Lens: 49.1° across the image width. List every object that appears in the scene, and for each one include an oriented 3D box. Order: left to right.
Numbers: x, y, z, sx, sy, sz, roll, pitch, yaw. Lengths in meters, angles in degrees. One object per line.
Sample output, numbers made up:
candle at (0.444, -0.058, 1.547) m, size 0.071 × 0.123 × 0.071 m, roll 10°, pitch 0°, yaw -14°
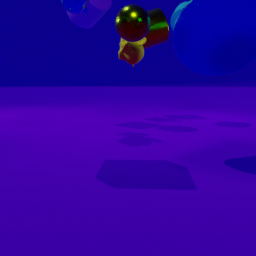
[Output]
cow figurine at (-1.319, -3.309, 7.143) m, size 0.795 × 1.449 × 1.426 m, roll 22°, pitch -34°, yaw -14°
cylinder at (-1.296, -4.073, 9.251) m, size 1.115 × 1.115 × 1.115 m, roll -8°, pitch -12°, yaw -42°
monkey head at (0.140, -2.979, 10.488) m, size 0.928 × 1.107 × 1.539 m, roll 8°, pitch -26°, yaw -15°
ball at (0.140, -3.156, 8.461) m, size 1.078 × 1.078 × 1.078 m, roll 0°, pitch 9°, yaw 0°
cylinder at (0.764, -3.951, 11.288) m, size 1.365 × 1.365 × 1.365 m, roll -21°, pitch 12°, yaw -7°
cylinder at (1.938, -3.646, 9.367) m, size 0.913 × 0.913 × 0.913 m, roll 3°, pitch 36°, yaw 17°
cone at (1.594, -2.064, 5.105) m, size 1.581 × 1.581 × 1.587 m, roll 1°, pitch 45°, yaw 6°
